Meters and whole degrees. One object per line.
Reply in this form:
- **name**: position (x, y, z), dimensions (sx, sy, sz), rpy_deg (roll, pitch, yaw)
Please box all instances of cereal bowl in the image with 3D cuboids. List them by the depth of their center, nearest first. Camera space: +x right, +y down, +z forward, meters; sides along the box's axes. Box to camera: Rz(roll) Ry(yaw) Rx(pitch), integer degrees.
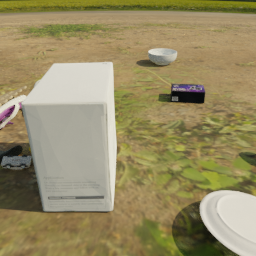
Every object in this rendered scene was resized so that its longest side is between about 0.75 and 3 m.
- **cereal bowl**: position (2.222, -4.573, 18.161), dimensions (1.877, 0.782, 1.877), rpy_deg (1, 29, 0)

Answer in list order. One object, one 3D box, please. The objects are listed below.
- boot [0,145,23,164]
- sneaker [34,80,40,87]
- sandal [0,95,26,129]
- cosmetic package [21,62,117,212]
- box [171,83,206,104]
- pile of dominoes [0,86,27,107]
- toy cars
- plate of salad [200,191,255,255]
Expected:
- **boot**: position (-3.904, 0.771, 8.873), dimensions (0.632, 0.328, 0.968), rpy_deg (11, 29, 30)
- **sneaker**: position (-3.237, -1.698, 11.884), dimensions (1.459, 1.010, 2.416), rpy_deg (-36, 38, 11)
- **sandal**: position (-4.555, -0.490, 10.712), dimensions (0.673, 1.114, 2.737), rpy_deg (42, 35, -9)
- **cosmetic package**: position (-1.255, 0.078, 7.364), dimensions (1.804, 2.935, 2.925), rpy_deg (0, 28, -1)
- **box**: position (2.746, -1.614, 12.962), dimensions (1.499, 0.591, 1.058), rpy_deg (3, 26, 6)
- **pile of dominoes**: position (-5.410, -0.721, 11.189), dimensions (2.178, 0.445, 2.795), rpy_deg (-16, 25, 21)
- **toy cars**: position (-2.986, 0.877, 8.610), dimensions (0.773, 0.382, 1.725), rpy_deg (34, 46, 29)
- **plate of salad**: position (2.661, 2.151, 6.094), dimensions (2.259, 0.543, 2.259), rpy_deg (9, 23, -4)
